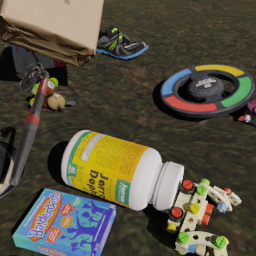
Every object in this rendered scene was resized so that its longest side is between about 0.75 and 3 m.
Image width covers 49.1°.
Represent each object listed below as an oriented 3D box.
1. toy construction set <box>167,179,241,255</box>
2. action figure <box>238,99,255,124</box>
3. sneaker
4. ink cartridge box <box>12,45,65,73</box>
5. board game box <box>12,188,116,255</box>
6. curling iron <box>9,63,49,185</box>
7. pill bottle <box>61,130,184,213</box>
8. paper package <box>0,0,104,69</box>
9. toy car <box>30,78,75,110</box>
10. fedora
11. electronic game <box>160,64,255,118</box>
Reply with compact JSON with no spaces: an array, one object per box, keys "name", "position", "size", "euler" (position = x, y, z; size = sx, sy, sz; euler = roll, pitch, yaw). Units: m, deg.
[{"name":"toy construction set","position":[1.480,1.709,5.297],"size":[1.299,0.913,1.981],"euler":[18,40,22]},{"name":"action figure","position":[4.148,-0.765,8.206],"size":[1.989,1.481,1.333],"euler":[-28,23,15]},{"name":"sneaker","position":[-0.523,-3.900,12.641],"size":[2.962,1.227,1.050],"euler":[19,42,24]},{"name":"ink cartridge box","position":[-3.842,-3.134,11.935],"size":[1.981,0.836,1.434],"euler":[-12,38,-16]},{"name":"board game box","position":[-1.187,1.903,5.505],"size":[1.615,0.363,1.228],"euler":[9,37,12]},{"name":"curling iron","position":[-1.452,-0.076,3.994],"size":[0.436,1.761,0.225],"euler":[5,-8,7]},{"name":"pill bottle","position":[-0.096,0.947,5.988],"size":[2.373,1.338,1.338],"euler":[15,39,18]},{"name":"paper package","position":[-2.156,-3.582,8.271],"size":[2.646,1.436,2.776],"euler":[15,71,-26]},{"name":"toy car","position":[-2.346,-0.964,9.040],"size":[1.201,0.948,0.986],"euler":[25,32,13]},{"name":"fedora","position":[-3.573,0.723,6.497],"size":[2.377,1.086,2.377],"euler":[0,36,0]},{"name":"electronic game","position":[2.537,-1.307,9.226],"size":[2.999,0.624,2.999],"euler":[-9,38,7]}]
